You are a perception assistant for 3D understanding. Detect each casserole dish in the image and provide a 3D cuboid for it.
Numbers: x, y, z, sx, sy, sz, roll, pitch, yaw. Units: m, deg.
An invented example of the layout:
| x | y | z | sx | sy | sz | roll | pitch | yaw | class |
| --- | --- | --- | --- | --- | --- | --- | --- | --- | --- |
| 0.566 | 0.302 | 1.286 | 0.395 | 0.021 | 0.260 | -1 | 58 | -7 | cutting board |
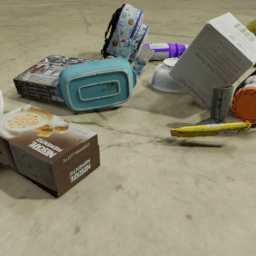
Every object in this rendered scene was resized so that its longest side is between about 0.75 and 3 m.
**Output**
| x | y | z | sx | sy | sz | roll | pitch | yaw | class |
| --- | --- | --- | --- | --- | --- | --- | --- | --- | --- |
| -0.888 | -1.224 | 8.434 | 2.490 | 1.508 | 0.483 | -11 | 37 | -8 | casserole dish |

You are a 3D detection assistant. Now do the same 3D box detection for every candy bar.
| x | y | z | sx | sy | sz | roll | pitch | yaw | class |
| --- | --- | --- | --- | --- | --- | --- | --- | --- | --- |
| 2.073 | 0.056 | 7.107 | 2.008 | 0.501 | 0.223 | -6 | 67 | 7 | candy bar |

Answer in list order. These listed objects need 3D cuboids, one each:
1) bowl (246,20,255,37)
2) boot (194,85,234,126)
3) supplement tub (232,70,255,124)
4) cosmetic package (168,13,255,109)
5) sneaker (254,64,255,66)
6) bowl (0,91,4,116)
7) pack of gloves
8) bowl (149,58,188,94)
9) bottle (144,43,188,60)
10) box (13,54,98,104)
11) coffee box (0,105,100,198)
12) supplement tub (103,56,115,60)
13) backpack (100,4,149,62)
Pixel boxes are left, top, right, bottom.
| x | y | z | sx | sy | sz | roll | pitch | yaw | class |
| --- | --- | --- | --- | --- | --- | --- | --- | --- | --- |
| 7.430 | -5.505 | 15.924 | 1.311 | 1.311 | 0.706 | 0 | 72 | 0 | bowl |
| 2.300 | -0.510 | 7.594 | 1.138 | 1.252 | 0.454 | -12 | 34 | -18 | boot |
| 4.001 | -1.027 | 8.364 | 1.327 | 1.327 | 2.166 | 22 | 37 | 31 | supplement tub |
| 2.802 | -2.095 | 8.807 | 1.758 | 2.100 | 1.747 | 46 | 46 | 8 | cosmetic package |
| 5.718 | -3.063 | 12.169 | 1.698 | 0.733 | 0.682 | 2 | 33 | 2 | sneaker |
| -4.186 | -0.232 | 7.111 | 2.146 | 0.801 | 2.143 | -21 | 20 | -18 | bowl |
| 0.190 | -2.538 | 10.339 | 1.095 | 1.303 | 0.257 | 26 | 21 | -9 | pack of gloves |
| 1.755 | -2.057 | 10.456 | 1.910 | 0.858 | 1.910 | 1 | 32 | 0 | bowl |
| 1.744 | -3.578 | 13.031 | 2.091 | 0.683 | 0.873 | -4 | 31 | -6 | bottle |
| -2.209 | -1.745 | 9.753 | 2.700 | 0.672 | 2.130 | 12 | 41 | 23 | box |
| -1.986 | 0.405 | 6.405 | 2.392 | 0.953 | 1.368 | 21 | 38 | 30 | coffee box |
| -0.862 | -2.635 | 11.671 | 0.533 | 0.533 | 0.870 | 13 | 34 | 20 | supplement tub |
| -0.078 | -4.258 | 12.584 | 1.883 | 2.329 | 2.445 | 14 | 31 | -9 | backpack |
